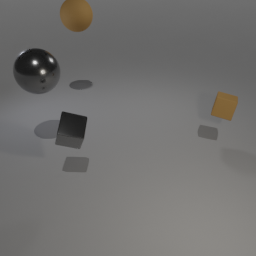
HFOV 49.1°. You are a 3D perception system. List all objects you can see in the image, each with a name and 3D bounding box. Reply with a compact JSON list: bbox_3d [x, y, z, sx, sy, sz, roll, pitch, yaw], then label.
[{"bbox_3d":[-2.812,-1.748,8.681,1.400,1.400,1.400,0,30,0],"label":"ball"},{"bbox_3d":[3.348,-0.771,9.720,0.700,0.700,0.700,18,28,13],"label":"cube"},{"bbox_3d":[-1.539,0.074,7.591,0.700,0.700,0.700,12,60,-13],"label":"cube"},{"bbox_3d":[-2.216,-4.870,12.052,1.400,1.400,1.400,0,30,0],"label":"ball"}]
